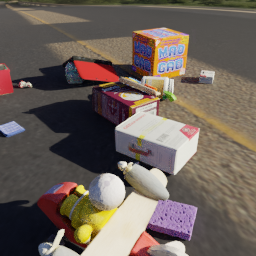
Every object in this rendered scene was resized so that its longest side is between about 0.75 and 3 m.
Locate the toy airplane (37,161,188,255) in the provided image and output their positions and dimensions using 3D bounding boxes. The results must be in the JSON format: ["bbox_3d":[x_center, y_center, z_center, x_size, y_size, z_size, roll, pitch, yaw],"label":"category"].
[{"bbox_3d":[-0.233,1.767,5.069,2.823,2.001,2.835,-6,30,-13],"label":"toy airplane"}]

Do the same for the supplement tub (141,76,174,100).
[{"bbox_3d":[1.279,-1.745,12.223,1.351,0.977,0.977,5,30,10],"label":"supplement tub"}]

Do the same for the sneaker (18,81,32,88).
[{"bbox_3d":[-5.002,-2.043,13.577,0.761,0.268,0.356,17,53,23],"label":"sneaker"}]

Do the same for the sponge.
[{"bbox_3d":[0.749,1.996,6.454,1.546,0.231,0.862,10,31,17],"label":"sponge"}]

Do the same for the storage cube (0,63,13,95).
[{"bbox_3d":[-6.055,-2.219,12.922,1.278,1.149,1.093,-16,33,-28],"label":"storage cube"}]

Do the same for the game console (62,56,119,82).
[{"bbox_3d":[-1.902,-2.805,14.329,2.315,1.374,1.995,-1,-7,-38],"label":"game console"}]

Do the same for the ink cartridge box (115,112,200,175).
[{"bbox_3d":[0.876,0.371,8.625,2.121,0.885,1.539,20,35,31],"label":"ink cartridge box"}]

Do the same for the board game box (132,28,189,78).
[{"bbox_3d":[1.666,-4.008,15.051,2.131,2.130,2.129,-16,34,-26],"label":"board game box"}]

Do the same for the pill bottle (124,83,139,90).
[{"bbox_3d":[0.097,-1.524,12.159,0.687,0.687,1.208,-14,33,-23],"label":"pill bottle"}]

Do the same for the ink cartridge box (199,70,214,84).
[{"bbox_3d":[4.052,-2.620,14.385,0.671,0.390,0.930,9,31,16],"label":"ink cartridge box"}]

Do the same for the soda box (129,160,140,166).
[{"bbox_3d":[0.222,1.246,7.731,0.293,0.263,0.829,-5,31,-8],"label":"soda box"}]

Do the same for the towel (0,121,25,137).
[{"bbox_3d":[-4.216,0.014,10.049,0.684,0.113,0.945,-26,38,-38],"label":"towel"}]

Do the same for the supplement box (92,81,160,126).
[{"bbox_3d":[-0.141,-0.872,10.618,1.353,1.050,2.451,-21,36,-35],"label":"supplement box"}]

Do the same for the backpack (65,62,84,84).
[{"bbox_3d":[-2.651,-2.741,13.957,0.932,1.050,0.790,-4,50,-8],"label":"backpack"}]

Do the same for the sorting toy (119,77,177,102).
[{"bbox_3d":[0.837,-1.522,10.886,2.237,0.329,1.653,23,8,8],"label":"sorting toy"}]
